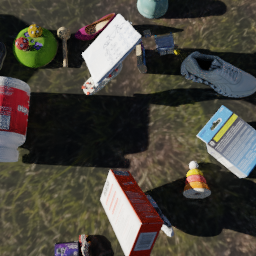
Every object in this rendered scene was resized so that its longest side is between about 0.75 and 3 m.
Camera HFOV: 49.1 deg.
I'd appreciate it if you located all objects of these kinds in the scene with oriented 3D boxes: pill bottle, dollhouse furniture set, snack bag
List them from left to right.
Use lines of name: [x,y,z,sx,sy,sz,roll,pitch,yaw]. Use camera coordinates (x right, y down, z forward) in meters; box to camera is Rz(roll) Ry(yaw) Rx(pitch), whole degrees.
pill bottle: [-4.365,-0.250,9.859,1.564,1.564,2.787,1,78,0]
snack bag: [-0.627,-2.657,9.124,2.067,0.235,2.192,-43,43,18]
dollhouse furniture set: [1.109,-2.891,10.455,1.627,1.536,1.062,-7,77,12]

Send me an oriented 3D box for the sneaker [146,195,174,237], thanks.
sneaker: [0.826,3.176,9.588,0.902,0.590,1.570,-34,74,-7]

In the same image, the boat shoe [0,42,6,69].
boat shoe: [-5.139,-2.894,11.069,0.446,0.385,1.227,4,77,1]

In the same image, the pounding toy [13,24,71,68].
pounding toy: [-3.467,-3.337,10.825,2.282,1.059,1.762,2,77,1]

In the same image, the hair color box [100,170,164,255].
hair color box: [0.007,2.503,8.568,0.783,2.558,1.298,8,112,-28]

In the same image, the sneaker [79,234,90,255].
sneaker: [-1.426,4.030,9.516,0.332,0.314,0.807,-15,78,-4]

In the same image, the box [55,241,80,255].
box: [-2.048,4.170,9.489,0.800,0.315,0.564,-5,80,-1]

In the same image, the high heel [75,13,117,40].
high heel: [-1.295,-4.068,11.088,1.816,0.873,0.612,-23,78,-5]

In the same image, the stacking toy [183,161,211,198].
stacking toy: [2.375,1.767,9.861,0.944,0.944,1.292,1,62,0]

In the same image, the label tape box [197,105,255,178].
label tape box: [3.748,0.488,10.135,2.180,0.721,1.562,40,79,11]

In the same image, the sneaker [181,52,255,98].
sneaker: [3.481,-2.012,10.470,2.966,1.202,1.114,19,76,3]

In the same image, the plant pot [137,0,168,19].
plant pot: [1.036,-5.269,11.372,1.297,0.869,1.297,0,78,0]

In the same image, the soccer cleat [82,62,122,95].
soccer cleat: [-0.857,-1.814,9.754,1.884,0.731,0.653,-35,91,33]
